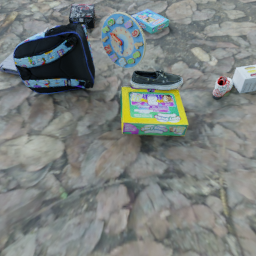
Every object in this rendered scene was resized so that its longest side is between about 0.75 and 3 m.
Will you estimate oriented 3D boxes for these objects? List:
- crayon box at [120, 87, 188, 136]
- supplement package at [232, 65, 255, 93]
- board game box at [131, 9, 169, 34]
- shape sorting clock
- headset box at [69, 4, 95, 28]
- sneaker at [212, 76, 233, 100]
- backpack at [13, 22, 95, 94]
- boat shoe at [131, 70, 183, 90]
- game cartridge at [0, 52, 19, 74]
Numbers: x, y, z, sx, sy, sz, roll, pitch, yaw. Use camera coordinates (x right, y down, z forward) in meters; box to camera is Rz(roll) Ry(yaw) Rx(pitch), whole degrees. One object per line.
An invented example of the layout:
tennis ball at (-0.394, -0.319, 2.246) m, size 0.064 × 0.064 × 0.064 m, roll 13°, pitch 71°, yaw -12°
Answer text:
crayon box at (0.771, -0.553, 9.021) m, size 1.982 × 0.578 × 1.710 m, roll 2°, pitch 47°, yaw -6°
supplement package at (4.576, -1.819, 10.219) m, size 1.238 × 0.678 × 0.704 m, roll -11°, pitch 49°, yaw -9°
board game box at (1.037, -5.117, 13.383) m, size 1.133 × 0.335 × 1.489 m, roll -32°, pitch 56°, yaw -25°
shape sorting clock at (-0.197, -2.795, 9.096) m, size 1.802 × 1.802 × 0.353 m, roll 33°, pitch 49°, yaw 26°
headset box at (-2.179, -5.437, 13.500) m, size 1.157 × 0.584 × 1.556 m, roll -2°, pitch 48°, yaw -2°
sneaker at (3.479, -1.609, 10.028) m, size 0.429 × 0.689 × 1.286 m, roll 31°, pitch 55°, yaw 25°
backpack at (-2.542, -2.368, 9.809) m, size 2.474 × 2.258 × 1.664 m, roll -10°, pitch 40°, yaw 6°
boat shoe at (0.977, -1.629, 9.236) m, size 1.770 × 0.501 × 0.608 m, roll -3°, pitch 47°, yaw -7°
game cartridge at (-4.041, -2.510, 11.060) m, size 1.786 × 0.343 × 1.158 m, roll 13°, pitch 46°, yaw 16°
